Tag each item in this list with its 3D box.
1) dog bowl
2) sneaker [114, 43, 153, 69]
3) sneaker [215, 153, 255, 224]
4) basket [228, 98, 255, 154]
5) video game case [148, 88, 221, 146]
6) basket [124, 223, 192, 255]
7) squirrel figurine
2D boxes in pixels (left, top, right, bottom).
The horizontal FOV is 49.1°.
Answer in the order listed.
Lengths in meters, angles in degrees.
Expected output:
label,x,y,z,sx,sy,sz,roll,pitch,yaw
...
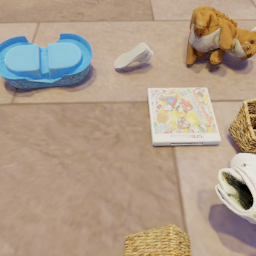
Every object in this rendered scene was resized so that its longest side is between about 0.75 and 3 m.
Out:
label,x,y,z,sx,sy,sz,roll,pitch,yaw
dog bowl,-2.467,-1.955,8.357,2.832,0.702,1.579,-6,64,-8
sneaker,0.216,-2.112,8.728,1.204,0.696,0.444,-24,68,26
sneaker,2.257,0.955,5.361,1.370,0.873,2.371,33,20,-16
basket,3.311,-0.037,6.609,1.401,1.044,1.000,-4,46,-16
video game case,1.427,-0.358,7.446,1.693,0.213,1.860,-1,53,-1
basket,0.535,2.291,4.837,1.113,0.794,0.829,-26,37,25
squirrel figurine,3.012,-2.976,8.777,2.091,1.585,2.240,7,49,3
